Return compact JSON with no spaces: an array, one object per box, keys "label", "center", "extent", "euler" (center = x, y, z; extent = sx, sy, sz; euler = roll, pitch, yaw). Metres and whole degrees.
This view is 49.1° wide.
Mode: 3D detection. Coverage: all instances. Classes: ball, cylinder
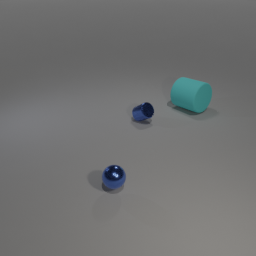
[{"label":"ball","center":[-0.405,1.413,8.104],"extent":[0.700,0.700,0.700],"euler":[0,28,0]},{"label":"cylinder","center":[2.962,-1.563,13.146],"extent":[1.400,1.400,1.400],"euler":[-22,32,-35]},{"label":"cylinder","center":[0.652,-0.689,12.080],"extent":[0.700,0.700,0.700],"euler":[-24,3,-37]}]
